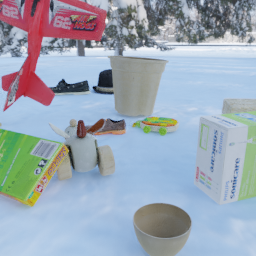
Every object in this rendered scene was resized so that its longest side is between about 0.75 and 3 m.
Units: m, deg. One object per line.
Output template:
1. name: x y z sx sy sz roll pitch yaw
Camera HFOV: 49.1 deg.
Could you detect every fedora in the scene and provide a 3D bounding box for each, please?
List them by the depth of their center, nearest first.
1. fedora: -0.733 -2.709 15.945 2.638 1.205 2.638 0 18 0

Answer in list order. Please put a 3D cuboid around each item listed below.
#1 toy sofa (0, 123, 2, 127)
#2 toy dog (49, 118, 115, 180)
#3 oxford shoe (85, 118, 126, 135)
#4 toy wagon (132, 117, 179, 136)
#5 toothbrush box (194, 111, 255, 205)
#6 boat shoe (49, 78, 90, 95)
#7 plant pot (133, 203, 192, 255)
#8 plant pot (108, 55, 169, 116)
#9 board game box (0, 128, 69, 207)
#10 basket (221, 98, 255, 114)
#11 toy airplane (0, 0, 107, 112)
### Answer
1. toy sofa: -5.089 -1.369 8.972 1.228 2.966 1.447 8 13 23
2. toy dog: -1.256 0.206 6.741 1.775 1.297 2.692 -13 22 -36
3. oxford shoe: -0.744 -0.081 8.941 1.368 0.499 0.488 -1 18 -5
4. toy wagon: 0.881 -0.120 9.378 1.557 0.308 1.208 7 19 21
5. toothbrush box: 2.451 0.490 5.558 2.049 1.492 0.882 -7 19 -21
6. boat shoe: -3.345 -2.244 15.066 2.581 0.856 0.965 0 18 1
7. plant pot: 0.469 1.508 3.943 0.809 0.543 0.809 1 17 0
8. plant pot: 0.299 -1.662 11.003 2.347 2.148 2.347 5 16 -1
9. board game box: -2.663 0.653 5.884 2.715 0.407 1.297 11 56 26
10. basket: 3.563 -0.330 8.804 1.088 1.078 0.875 2 20 5
11. toy airplane: -1.719 -1.673 5.267 2.944 2.944 0.541 6 0 19
